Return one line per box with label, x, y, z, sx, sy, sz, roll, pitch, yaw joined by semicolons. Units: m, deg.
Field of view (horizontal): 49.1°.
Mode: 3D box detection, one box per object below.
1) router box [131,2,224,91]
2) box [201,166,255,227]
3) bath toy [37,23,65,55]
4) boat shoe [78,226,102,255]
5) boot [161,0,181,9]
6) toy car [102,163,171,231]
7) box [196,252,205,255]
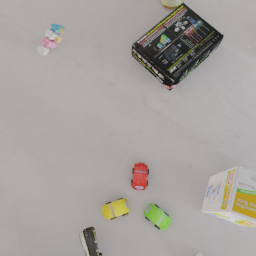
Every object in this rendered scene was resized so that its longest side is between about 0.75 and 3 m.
router box;1.510;-2.547;8.735;2.323;0.722;1.741;-41;78;-12
box;2.699;1.713;6.776;1.158;2.059;1.044;19;74;5
bath toy;-2.395;-2.715;8.725;0.496;1.140;0.421;42;35;-10
boat shoe;-0.833;3.158;6.911;0.419;0.497;1.393;-16;86;-20
boot;1.395;-5.504;8.947;0.931;1.999;2.584;-5;74;-1
toy car;0.422;2.060;7.533;1.755;0.416;1.865;37;77;10
box;1.984;3.825;6.934;0.718;0.563;1.155;-39;78;-10
